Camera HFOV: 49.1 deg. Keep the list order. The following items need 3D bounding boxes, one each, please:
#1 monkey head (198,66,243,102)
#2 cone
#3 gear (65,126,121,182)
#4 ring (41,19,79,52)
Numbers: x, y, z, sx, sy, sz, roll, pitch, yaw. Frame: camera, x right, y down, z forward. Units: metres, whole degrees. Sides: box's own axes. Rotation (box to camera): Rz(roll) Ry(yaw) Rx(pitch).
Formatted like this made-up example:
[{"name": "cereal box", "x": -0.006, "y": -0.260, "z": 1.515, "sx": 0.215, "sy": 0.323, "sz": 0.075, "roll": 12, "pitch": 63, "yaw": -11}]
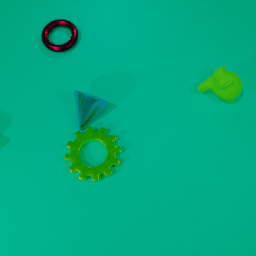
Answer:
[{"name": "monkey head", "x": 2.755, "y": -1.198, "z": 8.298, "sx": 1.145, "sy": 1.592, "sz": 0.959, "roll": -32, "pitch": 67, "yaw": 14}, {"name": "cone", "x": -1.277, "y": -0.436, "z": 8.507, "sx": 1.128, "sy": 1.128, "sz": 1.132, "roll": 21, "pitch": 96, "yaw": 7}, {"name": "gear", "x": -1.026, "y": 0.765, "z": 8.281, "sx": 1.611, "sy": 0.298, "sz": 1.611, "roll": 0, "pitch": 72, "yaw": 0}, {"name": "ring", "x": -2.330, "y": -3.170, "z": 9.592, "sx": 1.283, "sy": 0.257, "sz": 1.283, "roll": 0, "pitch": 73, "yaw": 1}]
